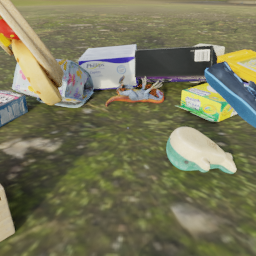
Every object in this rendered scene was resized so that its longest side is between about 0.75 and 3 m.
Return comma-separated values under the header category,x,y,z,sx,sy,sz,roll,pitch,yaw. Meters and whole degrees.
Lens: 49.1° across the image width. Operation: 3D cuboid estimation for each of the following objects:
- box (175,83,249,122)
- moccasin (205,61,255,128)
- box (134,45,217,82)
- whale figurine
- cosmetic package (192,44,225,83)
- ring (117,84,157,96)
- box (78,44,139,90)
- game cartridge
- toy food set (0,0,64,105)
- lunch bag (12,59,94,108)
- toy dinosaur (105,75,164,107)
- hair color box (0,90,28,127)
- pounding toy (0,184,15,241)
category,x,y,z,sx,sy,sz,roll,pitch,yaw
box,2.748,-0.900,8.486,2.493,0.603,1.463,-21,34,-32
moccasin,2.043,-0.643,4.929,0.549,0.647,1.609,-36,68,-2
box,1.646,-2.063,9.381,2.444,0.964,1.725,3,6,22
whale figurine,1.464,0.582,5.765,1.454,0.754,1.157,23,31,-8
cosmetic package,2.877,-2.657,11.301,1.200,1.013,2.322,21,34,33
ring,0.329,-1.323,9.745,1.449,0.139,1.449,0,29,0
box,-0.609,-2.270,10.303,1.936,1.105,2.105,-4,27,6
game cartridge,5.030,-2.308,10.779,2.263,0.416,2.567,-21,48,-33
toy food set,-2.281,-1.820,5.589,0.689,2.832,2.803,-40,33,-5
lunch bag,-2.137,-1.337,8.538,1.715,1.286,2.022,9,1,13
toy dinosaur,0.360,-1.060,8.830,1.504,1.657,0.870,33,26,-21
hair color box,-3.762,-0.404,7.551,0.966,0.585,1.932,12,30,21
pounding toy,-2.953,1.047,4.098,1.804,1.282,1.660,25,37,39
